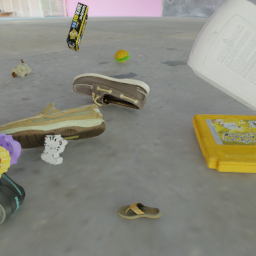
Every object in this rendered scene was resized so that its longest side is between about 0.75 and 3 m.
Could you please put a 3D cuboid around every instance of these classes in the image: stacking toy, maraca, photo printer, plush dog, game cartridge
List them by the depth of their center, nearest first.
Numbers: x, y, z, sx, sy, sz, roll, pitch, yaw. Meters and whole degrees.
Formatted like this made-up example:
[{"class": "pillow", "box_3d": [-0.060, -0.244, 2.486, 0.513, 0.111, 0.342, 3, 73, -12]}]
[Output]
[{"class": "stacking toy", "box_3d": [-3.082, 0.231, 6.107, 2.936, 0.690, 2.213, 17, 7, 18]}, {"class": "photo printer", "box_3d": [2.696, -1.722, 6.564, 2.305, 1.918, 0.801, 27, 20, -13]}, {"class": "game cartridge", "box_3d": [3.032, 0.315, 7.441, 2.243, 0.413, 2.545, 1, 25, 2]}, {"class": "plush dog", "box_3d": [-5.264, -2.811, 13.553, 0.827, 0.772, 0.962, -24, 24, 9]}, {"class": "maraca", "box_3d": [-0.325, -4.053, 15.933, 0.884, 0.689, 1.289, -27, 35, -1]}]

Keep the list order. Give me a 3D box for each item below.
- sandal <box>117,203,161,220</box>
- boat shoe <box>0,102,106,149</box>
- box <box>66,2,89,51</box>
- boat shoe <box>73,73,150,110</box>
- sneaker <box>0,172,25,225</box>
[{"class": "sandal", "box_3d": [0.212, 1.521, 5.216, 0.815, 0.220, 0.327, 1, 26, 3]}, {"class": "boat shoe", "box_3d": [-2.013, -0.159, 7.441, 2.765, 0.991, 1.053, -7, 69, -29]}, {"class": "box", "box_3d": [-2.037, -4.035, 11.401, 0.471, 1.523, 1.908, 19, 3, -11]}, {"class": "boat shoe", "box_3d": [-0.736, -1.247, 9.944, 2.916, 1.048, 0.868, 10, 68, 16]}, {"class": "sneaker", "box_3d": [-3.072, 0.993, 5.314, 2.359, 0.889, 0.935, 31, 19, 4]}]
